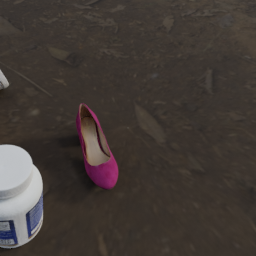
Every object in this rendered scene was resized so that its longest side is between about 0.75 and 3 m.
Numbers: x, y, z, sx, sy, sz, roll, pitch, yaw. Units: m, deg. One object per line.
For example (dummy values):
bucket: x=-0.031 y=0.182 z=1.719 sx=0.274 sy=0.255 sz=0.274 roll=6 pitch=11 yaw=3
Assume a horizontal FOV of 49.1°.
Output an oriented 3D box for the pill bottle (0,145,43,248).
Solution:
pill bottle: x=-1.946 y=1.144 z=4.603 sx=1.045 sy=1.884 sz=1.045 roll=8 pitch=47 yaw=-9

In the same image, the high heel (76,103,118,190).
high heel: x=-0.757 y=0.362 z=6.080 sx=0.687 sy=0.979 sz=2.036 roll=-22 pitch=43 yaw=-12

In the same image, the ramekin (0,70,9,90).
ramekin: x=-4.249 y=-1.644 z=7.637 sx=1.872 sy=1.872 sz=0.872 roll=35 pitch=67 yaw=31
